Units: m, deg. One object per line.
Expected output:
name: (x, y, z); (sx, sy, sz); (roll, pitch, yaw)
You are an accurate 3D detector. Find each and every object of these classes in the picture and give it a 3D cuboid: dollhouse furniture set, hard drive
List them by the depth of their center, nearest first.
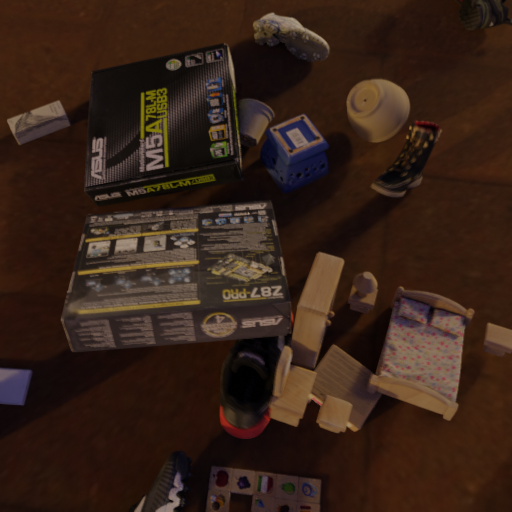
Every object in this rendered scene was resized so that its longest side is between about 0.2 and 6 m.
dollhouse furniture set: (2.394, 1.518, 8.932); (3.622, 1.769, 3.089); (16, 50, 11)
hard drive: (-4.484, 2.288, 9.865); (0.921, 0.121, 0.607); (4, 62, 1)

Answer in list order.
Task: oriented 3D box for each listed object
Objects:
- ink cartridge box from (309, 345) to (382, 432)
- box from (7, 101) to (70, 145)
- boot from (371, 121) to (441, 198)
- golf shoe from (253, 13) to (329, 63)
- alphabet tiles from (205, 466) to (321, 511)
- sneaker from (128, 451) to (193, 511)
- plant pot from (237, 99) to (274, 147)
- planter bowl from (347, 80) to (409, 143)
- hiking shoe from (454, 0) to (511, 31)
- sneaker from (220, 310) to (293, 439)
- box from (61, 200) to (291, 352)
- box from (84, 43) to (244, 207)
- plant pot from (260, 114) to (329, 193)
ink cartridge box: (1.513, 2.273, 9.656); (1.166, 0.438, 0.960); (36, 69, 12)
box: (-4.816, -2.957, 12.439); (1.207, 0.413, 0.496); (-27, 66, -13)
boot: (2.992, -1.913, 11.047); (0.644, 1.324, 1.759); (36, 36, 28)
golf shoe: (0.955, -5.415, 13.563); (1.999, 0.783, 0.972); (27, 60, 12)
alphabet tiles: (0.038, 4.529, 8.721); (1.822, 0.082, 2.180); (6, 63, 3)
sneaker: (-1.904, 4.275, 8.343); (1.326, 0.974, 2.930); (17, 66, 6)
plant pot: (-0.132, -2.846, 12.225); (0.856, 0.856, 0.783); (17, 75, 9)
planter bowl: (2.462, -3.170, 11.859); (1.307, 0.880, 1.307); (-9, 75, 35)
hiking shoe: (5.731, -6.802, 14.261); (1.312, 0.987, 2.607); (-1, 71, -11)
sneaker: (0.056, 1.655, 9.528); (0.959, 1.326, 2.714); (13, 62, 9)
box: (-1.331, 0.225, 9.954); (3.623, 0.890, 2.920); (-5, 38, -4)
box: (-1.974, -2.829, 11.913); (3.190, 0.785, 3.303); (-8, 63, 5)
plant pot: (0.816, -2.192, 11.691); (1.153, 1.037, 1.154); (-25, 65, -14)
